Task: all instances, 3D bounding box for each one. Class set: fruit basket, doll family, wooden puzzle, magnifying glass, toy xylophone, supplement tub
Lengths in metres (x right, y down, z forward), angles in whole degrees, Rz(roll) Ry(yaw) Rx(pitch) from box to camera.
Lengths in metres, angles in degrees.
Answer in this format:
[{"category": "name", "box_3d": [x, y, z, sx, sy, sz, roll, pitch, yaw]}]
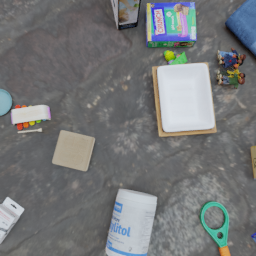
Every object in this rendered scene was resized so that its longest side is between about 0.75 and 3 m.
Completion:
[{"category": "fruit basket", "box_3d": [1.729, -2.660, 10.726, 0.870, 0.627, 0.870, -1, 95, -12]}, {"category": "doll family", "box_3d": [3.959, -2.289, 10.580, 1.101, 0.748, 1.906, 4, 79, 5]}, {"category": "wooden puzzle", "box_3d": [-1.987, 0.835, 10.331, 1.373, 0.318, 1.271, 13, 81, 6]}, {"category": "magnifying glass", "box_3d": [3.244, 3.870, 9.821, 1.022, 0.287, 2.567, -13, 82, -9]}, {"category": "toy xylophone", "box_3d": [-3.666, -0.348, 10.450, 1.513, 0.380, 1.108, -1, 82, 0]}, {"category": "supplement tub", "box_3d": [0.121, 3.238, 9.412, 1.405, 1.405, 2.129, 11, 81, 2]}]

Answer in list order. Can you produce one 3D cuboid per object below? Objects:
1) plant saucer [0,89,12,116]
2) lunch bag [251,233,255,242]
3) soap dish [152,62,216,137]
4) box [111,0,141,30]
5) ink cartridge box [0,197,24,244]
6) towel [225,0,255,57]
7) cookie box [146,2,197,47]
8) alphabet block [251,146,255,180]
[{"category": "plant saucer", "box_3d": [-4.926, -0.962, 10.665, 1.053, 0.144, 1.053, 0, 82, 0]}, {"category": "lunch bag", "box_3d": [5.073, 4.017, 9.105, 0.826, 1.756, 1.322, -37, 83, -5]}, {"category": "soap dish", "box_3d": [1.991, -1.006, 10.209, 2.040, 1.053, 2.593, -5, 82, -1]}, {"category": "box", "box_3d": [-0.117, -4.957, 9.895, 0.851, 2.831, 1.651, -11, 80, -5]}, {"category": "ink cartridge box", "box_3d": [-4.471, 3.276, 9.858, 0.841, 0.492, 1.449, 34, 83, 5]}, {"category": "towel", "box_3d": [5.207, -3.539, 10.770, 1.609, 0.700, 2.882, -41, 85, -5]}, {"category": "cookie box", "box_3d": [1.633, -3.962, 10.820, 1.844, 0.693, 1.577, -1, 82, 1]}, {"category": "alphabet block", "box_3d": [5.172, 1.186, 9.823, 1.203, 1.197, 1.225, -2, 81, -2]}]
